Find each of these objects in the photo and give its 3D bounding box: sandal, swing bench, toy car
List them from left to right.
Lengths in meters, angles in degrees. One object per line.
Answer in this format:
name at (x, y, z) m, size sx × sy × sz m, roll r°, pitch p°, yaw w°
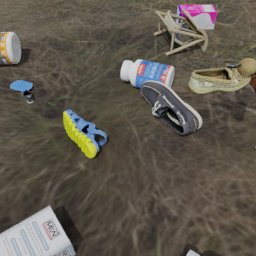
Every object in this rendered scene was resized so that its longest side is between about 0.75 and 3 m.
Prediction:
sandal at (-1.392, 0.099, 9.007) m, size 0.863 × 0.788 × 1.982 m, roll -28°, pitch 60°, yaw -29°
swing bench at (2.462, -4.533, 13.033) m, size 2.012 × 1.305 × 2.001 m, roll -10°, pitch 47°, yaw -10°
toy car at (3.180, -1.461, 7.393) m, size 1.167 × 0.920 × 0.958 m, roll 20°, pitch 9°, yaw 14°

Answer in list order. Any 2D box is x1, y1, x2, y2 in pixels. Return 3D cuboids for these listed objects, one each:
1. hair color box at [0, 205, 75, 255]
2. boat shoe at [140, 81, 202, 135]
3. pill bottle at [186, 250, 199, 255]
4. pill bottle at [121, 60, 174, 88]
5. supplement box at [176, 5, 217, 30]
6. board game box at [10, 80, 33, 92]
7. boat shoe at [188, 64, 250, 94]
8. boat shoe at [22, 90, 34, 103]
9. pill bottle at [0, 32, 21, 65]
hair color box at (-2.523, 2.929, 6.241) m, size 2.373 × 0.720 × 1.175 m, roll -28°, pitch 52°, yaw -23°
boat shoe at (1.259, -0.730, 9.608) m, size 0.842 × 0.976 × 2.686 m, roll -31°, pitch 58°, yaw -30°
pill bottle at (1.957, 3.385, 5.487) m, size 2.086 × 1.173 × 1.173 m, roll 26°, pitch 51°, yaw 24°
pill bottle at (0.732, -2.022, 10.771) m, size 1.918 × 1.077 × 1.077 m, roll 15°, pitch 48°, yaw 14°
supplement box at (3.471, -5.680, 14.369) m, size 1.863 × 0.943 × 0.963 m, roll 0°, pitch 46°, yaw 0°
board game box at (-4.169, -1.601, 11.006) m, size 0.832 × 0.162 × 0.657 m, roll 16°, pitch 43°, yaw 9°
boat shoe at (3.637, -1.949, 10.872) m, size 2.574 × 0.807 × 0.944 m, roll -13°, pitch 47°, yaw -12°
boat shoe at (-3.821, -1.290, 10.601) m, size 0.328 × 0.291 × 0.877 m, roll -19°, pitch 49°, yaw -18°
pill bottle at (-5.864, -3.350, 11.865) m, size 2.288 × 1.331 × 1.331 m, roll -2°, pitch 46°, yaw -2°
